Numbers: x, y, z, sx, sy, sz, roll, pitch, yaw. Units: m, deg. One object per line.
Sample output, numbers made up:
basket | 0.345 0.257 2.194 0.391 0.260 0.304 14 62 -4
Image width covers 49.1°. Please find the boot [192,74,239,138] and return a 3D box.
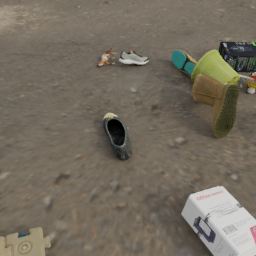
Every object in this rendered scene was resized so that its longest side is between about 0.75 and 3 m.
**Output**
boot | 2.466 -0.709 8.275 0.598 1.585 1.809 9 14 -18

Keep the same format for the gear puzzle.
gear puzzle | -1.798 2.994 4.304 1.476 0.373 2.851 -11 44 -15

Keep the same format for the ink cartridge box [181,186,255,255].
ink cartridge box | 1.820 1.830 5.335 0.955 0.557 1.320 -7 38 -31

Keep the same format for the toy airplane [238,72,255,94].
toy airplane | 4.229 -1.487 9.291 1.051 0.745 1.055 11 13 -40

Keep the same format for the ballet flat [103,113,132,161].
ballet flat | -0.270 0.108 7.532 0.613 0.524 1.846 -14 40 -10

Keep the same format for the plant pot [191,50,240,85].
plant pot | 2.991 -1.737 9.351 1.282 1.282 1.179 -27 58 -28

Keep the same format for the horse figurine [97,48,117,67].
horse figurine | -0.828 -2.770 11.135 0.709 0.267 1.069 -10 46 14

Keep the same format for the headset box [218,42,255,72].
headset box | 4.384 -2.764 10.842 1.494 0.693 1.300 2 40 3

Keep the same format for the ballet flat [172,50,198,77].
ballet flat | 2.280 -2.319 10.481 0.619 0.674 1.963 12 31 -31

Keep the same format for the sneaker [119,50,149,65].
sneaker | 0.277 -2.736 10.857 1.258 0.499 0.465 -4 26 -27
